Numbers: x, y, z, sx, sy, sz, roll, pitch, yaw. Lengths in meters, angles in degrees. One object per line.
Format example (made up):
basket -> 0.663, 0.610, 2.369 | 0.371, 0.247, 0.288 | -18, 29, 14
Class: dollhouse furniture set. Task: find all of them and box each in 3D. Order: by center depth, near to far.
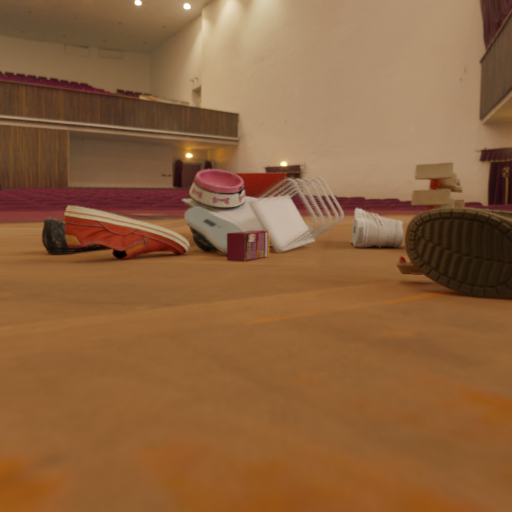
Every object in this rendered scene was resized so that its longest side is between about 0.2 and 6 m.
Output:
dollhouse furniture set -> 2.527, -0.452, 8.127 | 0.747, 1.434, 1.449 | 2, -21, 29

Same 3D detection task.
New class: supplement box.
supplement box -> -0.152, -0.208, 11.133 | 0.428, 0.552, 1.000 | 3, 6, 29

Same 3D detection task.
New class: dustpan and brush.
dustpan and brush -> 0.214, -0.869, 15.100 | 3.859, 1.104, 2.693 | -14, 32, -39

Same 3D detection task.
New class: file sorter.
file sorter -> 1.012, -1.020, 12.828 | 1.191, 1.327, 1.912 | -33, -8, 28

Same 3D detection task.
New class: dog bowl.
dog bowl -> -0.970, -1.763, 14.452 | 1.482, 0.546, 1.482 | 8, 27, -4

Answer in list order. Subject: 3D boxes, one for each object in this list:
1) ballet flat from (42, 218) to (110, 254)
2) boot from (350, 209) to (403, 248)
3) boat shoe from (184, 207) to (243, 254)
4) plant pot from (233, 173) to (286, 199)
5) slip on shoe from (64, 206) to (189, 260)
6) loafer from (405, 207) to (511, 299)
ballet flat -> -3.854, -0.526, 12.990 | 0.925, 0.790, 2.782 | 2, 6, 17
boot -> 3.084, -0.624, 14.289 | 1.208, 0.930, 2.528 | 7, 15, 5
boat shoe -> -0.803, -0.359, 12.255 | 0.659, 0.846, 1.864 | -38, 51, -21
plant pot -> -0.215, -1.477, 16.666 | 2.169, 1.913, 2.171 | 0, 7, 2
slip on shoe -> -2.539, -0.322, 11.152 | 1.022, 0.844, 2.759 | 10, -2, 45
loafer -> 3.331, 0.027, 6.975 | 2.900, 1.103, 0.978 | 15, 11, 28
